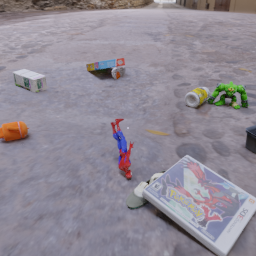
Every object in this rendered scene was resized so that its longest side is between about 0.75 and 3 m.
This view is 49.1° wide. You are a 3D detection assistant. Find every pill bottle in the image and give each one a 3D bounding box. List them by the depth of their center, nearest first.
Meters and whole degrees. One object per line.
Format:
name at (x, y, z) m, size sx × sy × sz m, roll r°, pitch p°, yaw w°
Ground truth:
pill bottle at (3.202, -1.447, 12.772) m, size 0.718 × 0.718 × 1.281 m, roll 22°, pitch 36°, yaw 34°

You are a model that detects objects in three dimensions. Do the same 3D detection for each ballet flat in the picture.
ballet flat at (0.548, 1.580, 7.564) m, size 1.571 × 0.500 × 0.530 m, roll -24°, pitch 37°, yaw -36°

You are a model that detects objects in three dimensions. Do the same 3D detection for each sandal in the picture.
sandal at (-0.643, -3.212, 16.132) m, size 0.461 × 0.617 × 1.609 m, roll 12°, pitch 23°, yaw 23°

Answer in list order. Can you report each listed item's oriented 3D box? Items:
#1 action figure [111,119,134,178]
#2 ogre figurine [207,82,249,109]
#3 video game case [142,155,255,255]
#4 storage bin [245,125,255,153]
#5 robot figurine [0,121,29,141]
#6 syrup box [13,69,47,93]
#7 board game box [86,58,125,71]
action figure at (-0.131, 0.619, 8.336) m, size 0.454 × 1.758 × 0.575 m, roll 0°, pitch -17°, yaw -35°
ogre figurine at (4.511, -1.483, 12.515) m, size 1.724 × 1.034 × 0.846 m, roll 18°, pitch 34°, yaw 31°
video game case at (1.868, 1.772, 7.056) m, size 2.300 × 0.264 × 2.096 m, roll 33°, pitch 41°, yaw 29°
storage bin at (4.480, 0.339, 9.551) m, size 1.093 × 0.734 × 0.796 m, roll -13°, pitch 32°, yaw -24°
robot figurine at (-4.104, 0.105, 10.067) m, size 1.092 × 0.785 × 0.637 m, roll -12°, pitch 47°, yaw -22°
syrup box at (-5.109, -2.469, 14.572) m, size 1.857 × 0.731 × 0.756 m, roll 22°, pitch 36°, yaw 33°
board game box at (-1.355, -3.720, 16.463) m, size 1.618 × 0.426 × 2.114 m, roll -15°, pitch 14°, yaw -24°
